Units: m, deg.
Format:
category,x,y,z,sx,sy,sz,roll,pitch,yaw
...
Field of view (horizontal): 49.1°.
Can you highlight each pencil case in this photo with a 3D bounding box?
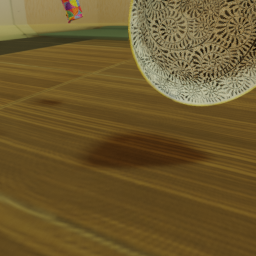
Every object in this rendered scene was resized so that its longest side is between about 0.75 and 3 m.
category,x,y,z,sx,sy,sz,roll,pitch,yaw
pencil case,-1.635,-3.521,7.721,0.505,1.142,0.505,-13,24,6

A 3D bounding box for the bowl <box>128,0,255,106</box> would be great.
category,x,y,z,sx,sy,sz,roll,pitch,yaw
bowl,1.320,-1.955,4.926,2.889,2.889,1.356,-4,30,-9
